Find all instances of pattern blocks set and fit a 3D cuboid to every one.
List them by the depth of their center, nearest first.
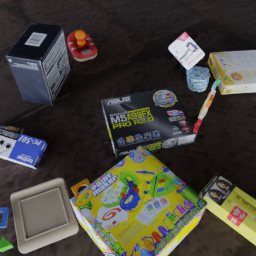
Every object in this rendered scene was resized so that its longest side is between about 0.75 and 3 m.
[{"bbox_3d":[2.467,-0.702,8.796,0.144,1.565,1.780,25,99,8],"label":"pattern blocks set"}]

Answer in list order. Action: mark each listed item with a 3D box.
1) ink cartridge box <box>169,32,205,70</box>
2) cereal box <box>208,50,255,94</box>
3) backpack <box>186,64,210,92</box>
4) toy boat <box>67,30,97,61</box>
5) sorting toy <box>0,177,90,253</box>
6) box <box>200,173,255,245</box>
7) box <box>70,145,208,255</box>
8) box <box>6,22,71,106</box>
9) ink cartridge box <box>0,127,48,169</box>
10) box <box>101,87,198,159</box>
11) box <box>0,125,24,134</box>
[{"bbox_3d":[1.945,-2.539,9.301,0.715,0.416,0.987,-42,87,7],"label":"ink cartridge box"},{"bbox_3d":[4.678,-2.202,10.750,2.721,0.538,1.958,-3,51,-3],"label":"cereal box"},{"bbox_3d":[2.595,-1.858,10.402,0.902,0.850,1.106,10,69,6],"label":"backpack"},{"bbox_3d":[-1.927,-3.563,11.538,1.027,1.029,1.574,-19,54,-15],"label":"toy boat"},{"bbox_3d":[-2.162,2.234,7.295,2.810,0.383,1.582,-18,57,-13],"label":"sorting toy"},{"bbox_3d":[2.960,2.196,7.182,2.230,0.559,0.839,37,60,26],"label":"box"},{"bbox_3d":[0.236,2.046,6.766,2.280,1.391,2.196,-35,59,-24],"label":"box"},{"bbox_3d":[-3.013,-2.228,9.830,1.242,2.000,2.016,10,52,8],"label":"box"},{"bbox_3d":[-3.429,0.562,8.440,1.773,0.392,0.834,15,69,9],"label":"ink cartridge box"},{"bbox_3d":[0.621,-0.239,9.112,2.614,0.579,2.094,-11,54,-9],"label":"box"},{"bbox_3d":[-3.953,0.236,9.014,0.981,0.185,0.670,4,51,3],"label":"box"}]
